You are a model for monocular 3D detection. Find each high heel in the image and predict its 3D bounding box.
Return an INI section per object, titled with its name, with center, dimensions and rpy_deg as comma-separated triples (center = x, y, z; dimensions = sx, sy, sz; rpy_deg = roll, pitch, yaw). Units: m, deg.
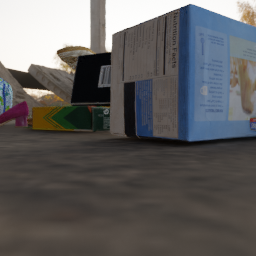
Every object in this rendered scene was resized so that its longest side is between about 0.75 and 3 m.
[high heel]
center = -4.056, -0.437, 8.842
dimensions = 1.761, 0.845, 0.593
rpy_deg = 0, 3, -4

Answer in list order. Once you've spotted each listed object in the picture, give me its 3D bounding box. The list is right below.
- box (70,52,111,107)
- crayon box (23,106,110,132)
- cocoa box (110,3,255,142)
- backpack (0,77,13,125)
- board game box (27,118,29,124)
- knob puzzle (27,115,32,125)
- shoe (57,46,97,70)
[box]
center = 0.138, -1.257, 9.812
dimensions = 2.982, 1.848, 2.931
rpy_deg = 1, -13, 27
[crayon box]
center = -1.453, -0.266, 7.638
dimensions = 2.468, 0.627, 1.567
rpy_deg = 1, 3, 31
[cocoa box]
center = 1.271, -0.738, 4.860
dimensions = 2.701, 1.801, 1.772
rpy_deg = -2, 3, -37
[backpack]
center = -5.022, -0.949, 10.293
dimensions = 1.815, 1.926, 2.361
rpy_deg = 13, 7, -9
[board game box]
center = -4.581, -0.323, 12.703
dimensions = 0.555, 0.260, 1.093
rpy_deg = -2, 3, -34
[knob puzzle]
center = -2.990, -0.351, 11.653
dimensions = 2.979, 0.413, 2.979
rpy_deg = -1, 3, 0
[shoe]
center = -1.741, -2.671, 11.192
dimensions = 0.965, 0.737, 2.760
rpy_deg = -14, -4, 28
